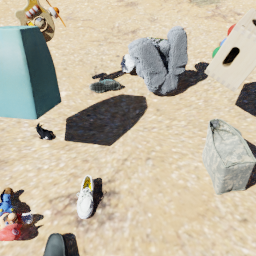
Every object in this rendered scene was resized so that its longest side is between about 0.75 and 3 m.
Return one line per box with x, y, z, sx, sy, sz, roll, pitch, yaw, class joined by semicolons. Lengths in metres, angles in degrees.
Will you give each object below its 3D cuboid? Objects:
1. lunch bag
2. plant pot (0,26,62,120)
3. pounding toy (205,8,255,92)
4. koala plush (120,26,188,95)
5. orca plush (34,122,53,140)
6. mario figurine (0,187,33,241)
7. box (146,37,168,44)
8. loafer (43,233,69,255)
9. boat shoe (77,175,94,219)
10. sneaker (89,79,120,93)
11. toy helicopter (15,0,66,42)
2.888;0.793;8.449;1.096;1.529;1.864;-10;46;-3;lunch bag
-3.024;-1.628;7.836;1.616;2.288;1.617;5;24;12;plant pot
3.991;-3.046;8.941;1.342;2.576;2.932;36;48;9;pounding toy
0.958;-2.864;11.995;2.454;2.544;2.768;-24;28;-17;koala plush
-3.033;0.067;10.023;0.509;0.344;0.968;-23;49;-22;orca plush
-3.216;2.212;7.498;1.048;0.900;1.698;-22;47;-21;mario figurine
1.462;-4.086;14.192;1.467;0.361;1.519;12;46;9;box
-1.717;3.317;6.536;0.640;0.661;1.884;-5;45;-5;loafer
-1.195;1.904;8.030;0.481;0.555;1.302;3;45;3;boat shoe
-1.013;-1.797;11.890;1.313;0.495;0.520;-5;31;-14;sneaker
-3.017;-4.058;9.350;1.571;2.375;0.937;-16;33;-17;toy helicopter
